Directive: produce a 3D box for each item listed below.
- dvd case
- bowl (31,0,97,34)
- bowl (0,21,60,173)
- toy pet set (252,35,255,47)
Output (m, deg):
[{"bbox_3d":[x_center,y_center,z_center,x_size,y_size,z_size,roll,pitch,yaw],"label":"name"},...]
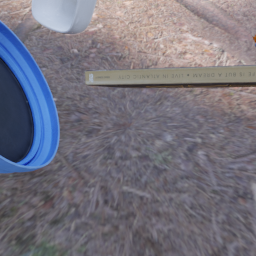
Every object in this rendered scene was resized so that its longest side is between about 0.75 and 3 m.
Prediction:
[{"bbox_3d":[0.886,-0.513,2.986,2.213,0.177,1.645,1,7,14],"label":"dvd case"},{"bbox_3d":[-1.131,-2.694,5.360,0.626,1.676,1.678,-4,31,-47],"label":"bowl"},{"bbox_3d":[-2.001,-0.529,4.372,0.516,2.630,2.630,-21,46,12],"label":"bowl"},{"bbox_3d":[3.686,-3.153,6.268,1.294,2.437,2.275,40,16,-4],"label":"toy pet set"}]
